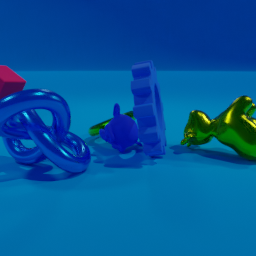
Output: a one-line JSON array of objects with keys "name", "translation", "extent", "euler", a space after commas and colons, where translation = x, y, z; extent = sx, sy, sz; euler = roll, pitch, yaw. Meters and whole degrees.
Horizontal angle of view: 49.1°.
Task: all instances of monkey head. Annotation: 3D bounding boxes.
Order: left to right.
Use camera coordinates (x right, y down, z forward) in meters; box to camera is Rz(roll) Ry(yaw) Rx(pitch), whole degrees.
[{"name": "monkey head", "translation": [-0.187, 0.063, 5.821], "extent": [0.684, 1.136, 0.817], "euler": [-41, 28, -21]}]

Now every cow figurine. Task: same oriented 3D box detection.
[{"name": "cow figurine", "translation": [1.946, 0.124, 5.539], "extent": [0.889, 1.594, 1.620], "euler": [19, 29, -55]}]

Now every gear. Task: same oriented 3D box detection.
[{"name": "gear", "translation": [0.434, -0.366, 5.389], "extent": [0.329, 1.782, 1.782], "euler": [-8, 11, 13]}]

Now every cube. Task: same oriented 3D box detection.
[{"name": "cube", "translation": [-3.607, -1.182, 7.878], "extent": [0.869, 0.869, 0.869], "euler": [37, 18, 12]}]

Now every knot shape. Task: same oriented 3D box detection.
[{"name": "knot shape", "translation": [-1.497, 0.002, 4.543], "extent": [1.887, 0.872, 1.766], "euler": [19, -28, 11]}]

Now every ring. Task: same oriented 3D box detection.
[{"name": "ring", "translation": [-0.358, -0.107, 6.621], "extent": [1.238, 0.248, 1.238], "euler": [-22, 2, 1]}]
